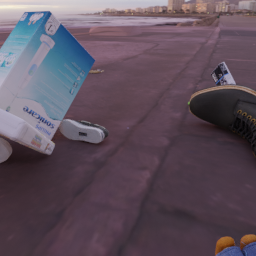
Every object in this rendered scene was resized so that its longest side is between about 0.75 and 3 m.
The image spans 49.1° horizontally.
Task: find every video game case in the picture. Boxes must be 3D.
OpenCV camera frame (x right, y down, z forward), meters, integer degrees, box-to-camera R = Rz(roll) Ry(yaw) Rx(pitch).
[{"bbox_3d":[-2.773,-0.335,4.782,2.853,0.327,2.597,25,-11,-1],"label":"video game case"}]

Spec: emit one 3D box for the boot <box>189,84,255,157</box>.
[{"bbox_3d":[2.619,-0.065,6.252,2.998,1.161,2.074,12,31,27],"label":"boot"}]

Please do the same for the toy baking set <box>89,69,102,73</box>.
[{"bbox_3d":[-1.529,-2.737,13.474,0.808,0.094,0.620,-5,24,-11],"label":"toy baking set"}]

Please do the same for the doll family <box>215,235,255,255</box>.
[{"bbox_3d":[1.456,1.377,2.177,2.463,1.110,1.528,-20,19,-1],"label":"doll family"}]

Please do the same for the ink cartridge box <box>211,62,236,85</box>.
[{"bbox_3d":[2.987,-1.372,8.786,0.233,1.064,1.074,-23,-10,-4],"label":"ink cartridge box"}]

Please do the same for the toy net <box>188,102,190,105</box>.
[{"bbox_3d":[2.561,-0.663,8.470,0.881,0.324,1.679,-9,26,-19],"label":"toy net"}]

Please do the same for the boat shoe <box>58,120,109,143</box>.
[{"bbox_3d":[-1.075,0.063,6.728,1.298,0.459,0.413,15,22,24],"label":"boat shoe"}]

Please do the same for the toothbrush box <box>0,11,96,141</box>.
[{"bbox_3d":[-2.081,-1.165,6.468,1.009,2.366,1.732,15,-16,37],"label":"toothbrush box"}]

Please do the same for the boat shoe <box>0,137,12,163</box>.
[{"bbox_3d":[-3.235,0.250,5.840,2.009,0.710,0.640,5,32,14],"label":"boat shoe"}]
